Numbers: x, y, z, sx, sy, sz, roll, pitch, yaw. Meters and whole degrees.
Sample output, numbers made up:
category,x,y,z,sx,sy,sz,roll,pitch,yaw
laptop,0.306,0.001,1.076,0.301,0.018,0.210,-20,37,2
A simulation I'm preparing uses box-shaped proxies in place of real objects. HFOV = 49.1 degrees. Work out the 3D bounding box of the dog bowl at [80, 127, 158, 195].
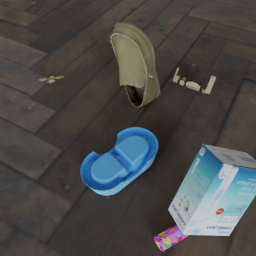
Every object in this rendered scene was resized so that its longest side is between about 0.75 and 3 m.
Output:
category,x,y,z,sx,sy,sz,roll,pitch,yaw
dog bowl,-0.176,0.869,7.187,2.154,0.534,1.201,-36,55,-20

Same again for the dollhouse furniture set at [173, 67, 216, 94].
category,x,y,z,sx,sy,sz,roll,pitch,yaw
dollhouse furniture set,2.184,-1.588,9.272,1.257,0.556,0.651,22,8,12

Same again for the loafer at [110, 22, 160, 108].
category,x,y,z,sx,sy,sz,roll,pitch,yaw
loafer,0.227,-1.677,8.137,1.084,2.851,0.961,12,57,35

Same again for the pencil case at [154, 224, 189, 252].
category,x,y,z,sx,sy,sz,roll,pitch,yaw
pencil case,0.995,2.344,6.121,0.875,0.387,0.387,-22,52,-21

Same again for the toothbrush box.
category,x,y,z,sx,sy,sz,roll,pitch,yaw
toothbrush box,1.818,1.323,5.773,1.278,1.745,0.744,13,24,-25

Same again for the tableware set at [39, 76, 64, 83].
category,x,y,z,sx,sy,sz,roll,pitch,yaw
tableware set,-2.633,-1.698,9.673,0.638,0.089,0.763,13,29,33
